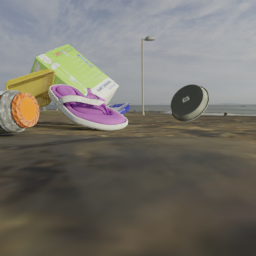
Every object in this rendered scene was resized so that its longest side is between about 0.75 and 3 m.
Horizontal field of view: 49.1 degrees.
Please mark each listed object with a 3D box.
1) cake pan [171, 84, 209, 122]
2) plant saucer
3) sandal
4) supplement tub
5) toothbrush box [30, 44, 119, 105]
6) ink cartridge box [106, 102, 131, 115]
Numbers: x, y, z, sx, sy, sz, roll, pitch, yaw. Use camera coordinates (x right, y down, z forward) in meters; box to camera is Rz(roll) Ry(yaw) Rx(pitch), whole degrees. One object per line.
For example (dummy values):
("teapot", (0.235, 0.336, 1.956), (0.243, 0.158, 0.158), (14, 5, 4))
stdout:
("cake pan", (2.084, -0.916, 9.720), (1.458, 1.458, 0.267), (3, -24, 44))
("plant saucer", (-2.863, -1.030, 8.011), (1.461, 0.354, 1.461), (-29, -23, -37))
("sandal", (-1.190, -0.709, 7.220), (2.844, 0.699, 1.157), (28, 35, 35))
("supplement tub", (-2.236, -0.263, 4.910), (1.212, 0.743, 0.743), (-3, 2, 19))
("toothbrush box", (-1.802, -1.535, 9.495), (2.401, 1.034, 1.748), (38, 40, 1))
("ink cartridge box", (-0.694, -0.769, 13.198), (1.055, 0.416, 2.121), (-36, 19, -31))
